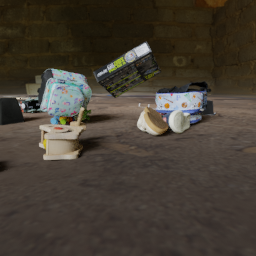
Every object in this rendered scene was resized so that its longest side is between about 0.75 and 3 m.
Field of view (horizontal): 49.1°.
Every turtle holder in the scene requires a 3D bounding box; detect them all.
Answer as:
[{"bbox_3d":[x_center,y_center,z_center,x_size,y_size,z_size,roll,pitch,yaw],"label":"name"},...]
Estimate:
[{"bbox_3d":[-2.631,-1.147,13.698,1.437,1.537,2.023,-3,10,-16],"label":"turtle holder"}]

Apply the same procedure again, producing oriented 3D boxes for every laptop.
[{"bbox_3d":[4.249,-1.203,16.121,1.443,0.893,1.541,5,10,25],"label":"laptop"}]

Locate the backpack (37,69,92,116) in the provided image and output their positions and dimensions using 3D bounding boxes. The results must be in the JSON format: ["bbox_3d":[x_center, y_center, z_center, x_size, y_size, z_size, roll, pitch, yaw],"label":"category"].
[{"bbox_3d":[-2.500,-1.382,11.486,1.991,1.767,1.499,0,42,-34],"label":"backpack"}]

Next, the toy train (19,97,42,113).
[{"bbox_3d":[-5.828,-1.407,17.610,1.300,0.972,2.282,-9,4,35],"label":"toy train"}]

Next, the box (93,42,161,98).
[{"bbox_3d":[0.039,-2.107,10.581,2.203,0.488,1.765,-28,-20,10],"label":"box"}]

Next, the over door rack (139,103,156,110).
[{"bbox_3d":[1.297,-1.084,16.598,1.209,0.403,0.894,20,-6,-42],"label":"over door rack"}]

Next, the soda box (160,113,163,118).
[{"bbox_3d":[1.751,-0.737,14.791,1.060,0.375,0.336,-3,7,-21],"label":"soda box"}]

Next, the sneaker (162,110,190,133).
[{"bbox_3d":[1.658,-0.249,10.495,0.947,0.840,2.240,5,1,24],"label":"sneaker"}]

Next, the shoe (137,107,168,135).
[{"bbox_3d":[0.863,-0.141,10.383,0.986,0.753,2.820,32,13,-4],"label":"shoe"}]

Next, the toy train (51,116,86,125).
[{"bbox_3d":[-2.610,-0.371,12.135,1.349,0.571,0.780,3,20,19],"label":"toy train"}]

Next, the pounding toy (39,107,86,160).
[{"bbox_3d":[-1.777,0.028,7.340,1.192,1.196,2.084,4,9,-3],"label":"pounding toy"}]

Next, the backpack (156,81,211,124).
[{"bbox_3d":[2.260,-1.076,12.399,2.397,1.847,2.283,-4,-1,30],"label":"backpack"}]

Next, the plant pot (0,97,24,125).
[{"bbox_3d":[-5.698,-0.807,12.768,1.314,1.166,1.311,4,9,30],"label":"plant pot"}]
